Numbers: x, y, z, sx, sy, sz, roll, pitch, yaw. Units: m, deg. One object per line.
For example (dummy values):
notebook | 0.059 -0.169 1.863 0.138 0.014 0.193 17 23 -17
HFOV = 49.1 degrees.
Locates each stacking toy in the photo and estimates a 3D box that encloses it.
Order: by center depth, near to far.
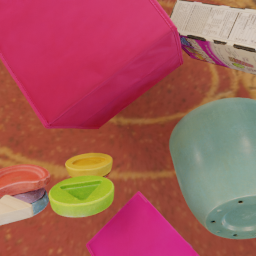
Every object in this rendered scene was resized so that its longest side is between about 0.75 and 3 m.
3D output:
stacking toy | -1.359 1.414 5.207 2.511 2.273 1.060 -7 105 -13

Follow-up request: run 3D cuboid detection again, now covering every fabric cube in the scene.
fabric cube | -0.786 -1.922 6.340 2.921 2.930 2.874 -37 82 11

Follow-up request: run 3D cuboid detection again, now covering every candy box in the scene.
candy box | 2.514 -1.971 6.453 2.815 1.920 0.859 27 98 32

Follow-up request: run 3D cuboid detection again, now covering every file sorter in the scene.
file sorter | 0.519 2.431 4.872 1.383 1.248 1.990 -45 43 -5

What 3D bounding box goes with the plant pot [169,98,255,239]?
plant pot | 2.142 0.955 5.638 2.469 2.469 1.981 2 42 0
